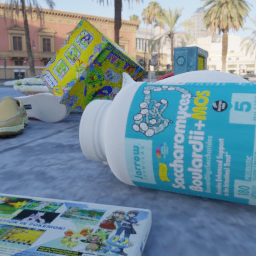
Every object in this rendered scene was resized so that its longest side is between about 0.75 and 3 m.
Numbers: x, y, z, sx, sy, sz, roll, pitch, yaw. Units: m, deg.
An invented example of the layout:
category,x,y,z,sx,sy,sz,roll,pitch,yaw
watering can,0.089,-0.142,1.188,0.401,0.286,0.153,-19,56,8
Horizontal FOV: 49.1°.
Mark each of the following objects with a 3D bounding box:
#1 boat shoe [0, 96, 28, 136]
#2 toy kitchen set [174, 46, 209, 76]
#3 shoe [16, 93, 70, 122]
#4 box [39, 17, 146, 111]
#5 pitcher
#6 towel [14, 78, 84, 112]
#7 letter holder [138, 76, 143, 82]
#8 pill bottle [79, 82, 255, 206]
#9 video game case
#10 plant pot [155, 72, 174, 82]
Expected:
category,x,y,z,sx,sy,sz,roll,pitch,yaw
boat shoe,-3.543,-0.419,8.229,0.969,1.030,2.704,-3,11,-14
toy kitchen set,2.251,-0.620,5.890,2.803,2.245,1.651,6,14,31
shoe,-3.148,-0.849,10.630,2.906,1.038,1.322,2,13,26
box,-1.047,-1.734,8.910,1.417,2.238,2.323,49,15,27
pitcher,0.938,-0.063,5.304,2.756,1.671,2.365,8,49,20
towel,-2.934,-1.439,12.179,2.996,0.722,2.565,4,-15,21
letter holder,-0.375,-1.812,13.693,2.595,1.845,1.305,3,11,17
pill bottle,0.733,0.130,3.845,2.726,1.510,1.510,4,11,23
video game case,-0.974,1.063,2.293,2.064,0.227,1.881,2,10,14
plant pot,1.378,-0.926,9.499,1.611,1.611,1.467,-2,-5,-12
